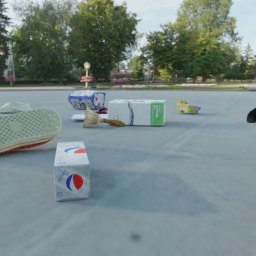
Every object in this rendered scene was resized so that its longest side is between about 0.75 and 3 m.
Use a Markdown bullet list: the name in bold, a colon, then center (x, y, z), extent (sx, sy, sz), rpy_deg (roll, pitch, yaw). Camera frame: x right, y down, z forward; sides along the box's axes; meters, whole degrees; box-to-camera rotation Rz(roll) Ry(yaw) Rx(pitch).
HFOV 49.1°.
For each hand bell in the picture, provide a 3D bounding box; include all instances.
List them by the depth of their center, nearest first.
- **hand bell**: center (-0.782, -0.234, 9.482), extent (1.386, 0.722, 0.722), rpy_deg (12, 7, -10)

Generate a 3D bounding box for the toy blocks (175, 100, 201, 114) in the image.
- **toy blocks**: center (2.977, -0.938, 13.432), extent (0.908, 0.663, 1.328), rpy_deg (8, 8, -22)

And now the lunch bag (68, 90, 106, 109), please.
- **lunch bag**: center (-2.256, -1.559, 15.480), extent (1.502, 1.094, 1.767), rpy_deg (3, 2, 17)

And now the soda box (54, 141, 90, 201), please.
- **soda box**: center (-0.858, 0.583, 4.264), extent (0.461, 0.496, 1.452), rpy_deg (-2, 9, -12)

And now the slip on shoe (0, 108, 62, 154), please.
- **slip on shoe**: center (-2.825, 0.166, 6.012), extent (2.752, 1.019, 0.842), rpy_deg (-10, -19, -24)

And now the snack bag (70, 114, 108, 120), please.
- **snack bag**: center (-1.475, -0.404, 11.237), extent (1.605, 0.172, 1.513), rpy_deg (0, 9, -6)

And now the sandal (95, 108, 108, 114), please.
- **sandal**: center (-1.139, -0.758, 12.867), extent (1.463, 0.330, 0.550), rpy_deg (-2, 10, -9)

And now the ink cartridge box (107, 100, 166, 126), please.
- **ink cartridge box**: center (0.349, -0.587, 10.247), extent (1.995, 0.839, 1.456), rpy_deg (1, 9, 9)

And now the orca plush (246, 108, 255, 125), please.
- **orca plush**: center (5.551, -0.678, 10.497), extent (2.642, 0.939, 1.390), rpy_deg (-2, 10, -11)

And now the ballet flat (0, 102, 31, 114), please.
- **ballet flat**: center (-5.606, -1.001, 13.718), extent (1.679, 0.602, 0.602), rpy_deg (-3, 10, -11)
